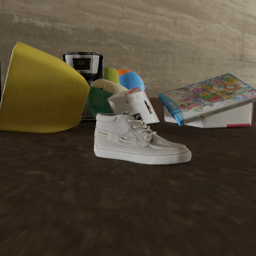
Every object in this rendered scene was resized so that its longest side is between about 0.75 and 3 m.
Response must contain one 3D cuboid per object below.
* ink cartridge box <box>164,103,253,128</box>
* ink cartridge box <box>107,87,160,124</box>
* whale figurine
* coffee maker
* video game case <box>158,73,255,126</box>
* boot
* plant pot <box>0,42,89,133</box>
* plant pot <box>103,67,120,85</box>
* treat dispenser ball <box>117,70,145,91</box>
[{"bbox_3d":[2.303,-0.588,8.413,1.651,0.958,2.237,-3,6,-19],"label":"ink cartridge box"},{"bbox_3d":[0.189,-0.518,6.832,0.390,0.844,1.548,-38,18,-32],"label":"ink cartridge box"},{"bbox_3d":[-0.414,-0.585,8.493,1.694,1.105,2.129,23,-10,26],"label":"whale figurine"},{"bbox_3d":[-1.627,-1.444,9.823,1.545,2.294,2.203,-3,8,-28],"label":"coffee maker"},{"bbox_3d":[1.892,-0.748,6.729,1.989,0.177,1.423,-18,34,-5],"label":"video game case"},{"bbox_3d":[0.165,0.095,4.081,1.504,0.719,0.553,3,8,21],"label":"boot"},{"bbox_3d":[-2.038,-0.883,6.994,1.867,1.825,1.813,14,16,-23],"label":"plant pot"},{"bbox_3d":[-0.982,-1.493,11.405,1.713,1.830,1.713,4,4,0],"label":"plant pot"},{"bbox_3d":[-0.203,-1.945,14.552,2.138,2.138,2.138,0,7,0],"label":"treat dispenser ball"}]
